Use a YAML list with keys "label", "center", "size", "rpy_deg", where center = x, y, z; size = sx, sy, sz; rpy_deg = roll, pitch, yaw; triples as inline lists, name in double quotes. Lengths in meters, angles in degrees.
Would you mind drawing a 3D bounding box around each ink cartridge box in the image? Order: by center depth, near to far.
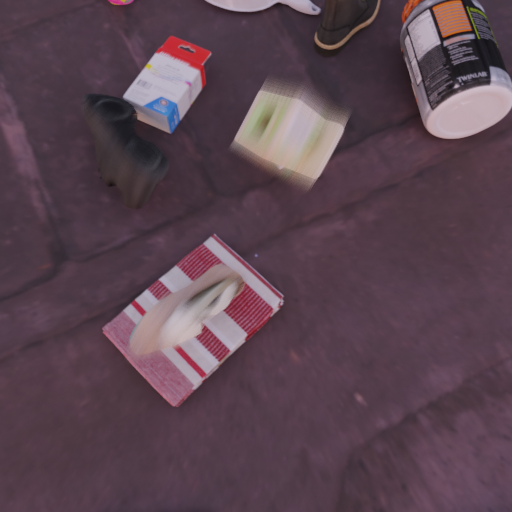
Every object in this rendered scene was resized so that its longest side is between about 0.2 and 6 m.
- label: "ink cartridge box"
  center: [-1.693, -3.390, 11.033]
  size: [1.018, 0.589, 1.752]
  rpy_deg: [26, 69, 11]

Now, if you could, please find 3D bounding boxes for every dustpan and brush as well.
- label: "dustpan and brush"
  center: [0.197, -5.806, 12.115]
  size: [2.559, 0.732, 1.786]
  rpy_deg: [22, 71, 16]

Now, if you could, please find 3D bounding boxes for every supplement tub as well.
- label: "supplement tub"
  center: [3.700, -3.730, 10.624]
  size: [1.629, 1.629, 2.658]
  rpy_deg: [-6, 67, -3]

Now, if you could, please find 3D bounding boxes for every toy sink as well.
- label: "toy sink"
  center: [0.527, -2.127, 9.700]
  size: [1.572, 0.881, 1.025]
  rpy_deg: [33, 97, 46]

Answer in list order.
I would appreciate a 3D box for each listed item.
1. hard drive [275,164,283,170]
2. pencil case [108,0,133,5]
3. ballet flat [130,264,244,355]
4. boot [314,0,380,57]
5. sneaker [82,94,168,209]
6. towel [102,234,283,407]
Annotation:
- label: "hard drive"
  center: [0.708, -2.159, 10.758]
  size: [1.034, 0.136, 0.682]
  rpy_deg: [-29, 70, -12]
- label: "pencil case"
  center: [-2.987, -6.273, 12.225]
  size: [0.729, 0.729, 1.650]
  rpy_deg: [-10, 67, -4]
- label: "ballet flat"
  center: [-0.967, 0.818, 8.505]
  size: [0.707, 0.716, 2.102]
  rpy_deg: [19, 48, 38]
- label: "boot"
  center: [2.015, -5.308, 11.343]
  size: [0.862, 1.540, 2.226]
  rpy_deg: [27, 69, 11]
- label: "sneaker"
  center: [-2.537, -1.917, 10.026]
  size: [0.986, 1.179, 2.597]
  rpy_deg: [-5, 50, -38]
- label: "towel"
  center: [-1.021, 1.001, 9.338]
  size: [2.539, 0.289, 1.829]
  rpy_deg: [-42, 71, -18]
